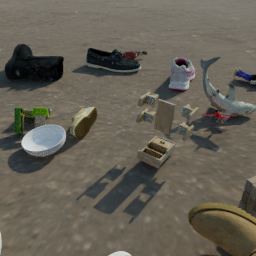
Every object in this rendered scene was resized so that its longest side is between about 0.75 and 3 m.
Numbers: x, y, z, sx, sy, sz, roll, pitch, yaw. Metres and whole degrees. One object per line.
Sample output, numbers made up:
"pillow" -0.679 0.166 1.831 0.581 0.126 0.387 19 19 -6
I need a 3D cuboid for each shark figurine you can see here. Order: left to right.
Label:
"shark figurine" 2.859 -1.091 9.195 1.433 2.399 1.001 -40 1 -7

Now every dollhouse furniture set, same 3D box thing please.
"dollhouse furniture set" -2.854 -0.235 8.566 0.949 0.727 1.448 0 2 -12
"dollhouse furniture set" 0.773 0.069 6.764 1.335 1.453 0.946 22 35 25

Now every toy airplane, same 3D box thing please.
"toy airplane" 2.704 -0.358 8.213 0.981 0.981 0.181 8 75 13

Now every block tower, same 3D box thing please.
"block tower" 3.249 1.844 4.712 0.862 0.805 2.982 -15 34 -24

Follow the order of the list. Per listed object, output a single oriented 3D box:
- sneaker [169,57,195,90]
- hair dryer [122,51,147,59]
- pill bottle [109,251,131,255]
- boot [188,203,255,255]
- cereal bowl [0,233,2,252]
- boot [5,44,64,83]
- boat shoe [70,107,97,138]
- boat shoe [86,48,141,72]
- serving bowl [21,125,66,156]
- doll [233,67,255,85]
"sneaker" 2.274 -2.431 11.434 0.970 1.052 2.385 7 32 12
"hair dryer" 0.280 -3.763 14.435 1.305 0.355 0.994 -5 14 -15
"pill bottle" 0.357 2.542 3.173 2.074 1.241 1.241 25 40 34
"boot" 1.793 2.197 3.954 1.867 0.705 2.132 18 33 -1
"cereal bowl" -3.367 1.913 4.445 2.382 0.992 2.382 1 32 0
"boot" -3.917 -2.907 12.283 2.199 0.993 2.684 -3 39 0
"boat shoe" -1.391 -0.175 8.309 0.517 0.576 1.557 2 24 15
"boat shoe" -0.704 -3.203 12.833 2.726 0.904 1.019 15 35 23
"serving bowl" -2.191 0.384 7.444 1.143 0.376 1.143 -6 36 4
"doll" 5.139 -1.972 11.311 1.659 0.402 1.132 29 34 29
